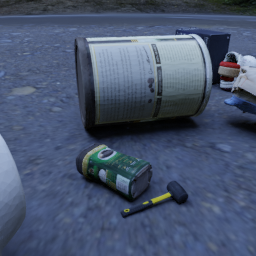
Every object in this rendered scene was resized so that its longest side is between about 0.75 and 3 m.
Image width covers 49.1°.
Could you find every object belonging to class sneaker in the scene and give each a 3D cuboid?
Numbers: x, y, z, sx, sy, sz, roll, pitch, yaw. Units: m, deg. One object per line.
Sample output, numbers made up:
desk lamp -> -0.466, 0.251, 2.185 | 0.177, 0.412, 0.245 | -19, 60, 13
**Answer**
sneaker -> 4.009, -2.270, 9.986 | 0.881, 1.172, 2.353 | 8, 34, 40

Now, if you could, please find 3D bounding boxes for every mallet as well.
mallet -> 0.440, 1.182, 4.388 | 1.123, 0.231, 0.370 | -21, 36, -27

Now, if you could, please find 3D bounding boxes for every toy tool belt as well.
toy tool belt -> 3.010, -0.730, 6.787 | 1.403, 1.381, 2.247 | -5, 24, -35

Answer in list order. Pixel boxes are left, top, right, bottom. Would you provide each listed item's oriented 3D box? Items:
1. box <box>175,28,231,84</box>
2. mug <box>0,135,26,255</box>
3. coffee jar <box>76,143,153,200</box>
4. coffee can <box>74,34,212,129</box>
box -> 2.673, -2.721, 10.519 | 1.115, 1.810, 1.795 | -15, 29, -29
mug -> -2.064, 1.101, 2.382 | 2.261, 2.579, 1.904 | -21, -10, -37
coffee jar -> -0.274, 0.709, 4.901 | 1.300, 0.555, 0.678 | 19, 32, 32
coffee can -> 0.250, -1.186, 6.970 | 2.920, 2.137, 2.137 | -6, 26, -12
